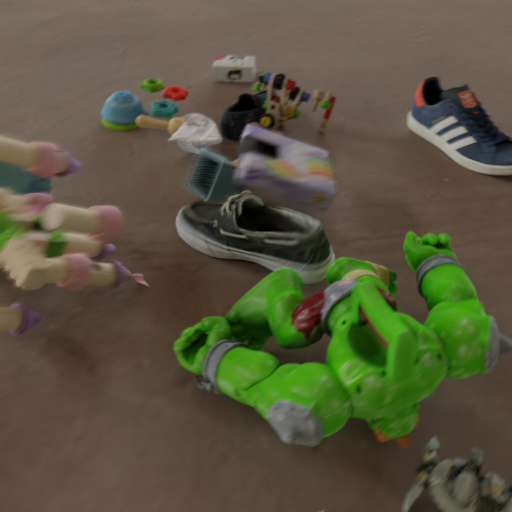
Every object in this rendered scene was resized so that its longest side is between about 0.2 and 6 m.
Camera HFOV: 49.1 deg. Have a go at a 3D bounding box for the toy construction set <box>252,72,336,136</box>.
[{"bbox_3d":[0.783,-3.354,13.299,1.939,1.490,1.617,16,9,-6],"label":"toy construction set"}]

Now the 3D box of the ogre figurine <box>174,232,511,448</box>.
[{"bbox_3d":[1.215,1.031,7.205,4.165,2.044,2.497,-2,26,-20],"label":"ogre figurine"}]

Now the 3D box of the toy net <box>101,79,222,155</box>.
[{"bbox_3d":[-2.010,-3.208,13.321,3.725,0.719,1.954,33,47,31],"label":"toy net"}]

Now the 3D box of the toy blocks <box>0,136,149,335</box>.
[{"bbox_3d":[-3.264,-0.173,9.033,2.484,2.658,2.237,43,18,28],"label":"toy blocks"}]

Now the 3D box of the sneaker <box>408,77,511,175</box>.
[{"bbox_3d":[4.721,-2.992,12.457,1.232,1.389,3.286,-23,46,-26],"label":"sneaker"}]

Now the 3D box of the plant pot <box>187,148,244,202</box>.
[{"bbox_3d":[-0.690,-1.504,10.982,0.849,0.831,0.833,10,20,-41],"label":"plant pot"}]

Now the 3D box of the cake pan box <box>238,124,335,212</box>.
[{"bbox_3d":[0.523,-1.713,10.668,1.852,0.484,1.706,17,34,-11],"label":"cake pan box"}]

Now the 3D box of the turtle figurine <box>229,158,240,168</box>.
[{"bbox_3d":[-0.330,-1.985,11.797,1.414,0.712,1.059,-16,26,5],"label":"turtle figurine"}]

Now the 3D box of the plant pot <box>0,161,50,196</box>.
[{"bbox_3d":[-4.883,-1.284,10.155,1.855,1.975,1.975,19,41,0],"label":"plant pot"}]

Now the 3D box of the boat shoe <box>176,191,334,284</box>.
[{"bbox_3d":[-0.091,-0.582,9.625,3.247,1.151,1.170,17,44,31],"label":"boat shoe"}]

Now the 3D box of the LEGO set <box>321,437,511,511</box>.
[{"bbox_3d":[2.139,2.829,5.930,2.910,0.825,1.890,-22,45,-24],"label":"LEGO set"}]

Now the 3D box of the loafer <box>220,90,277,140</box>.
[{"bbox_3d":[-0.115,-3.596,13.637,0.767,0.793,2.260,20,44,23],"label":"loafer"}]

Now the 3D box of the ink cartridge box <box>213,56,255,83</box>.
[{"bbox_3d":[-0.612,-5.332,15.972,1.123,0.465,0.818,3,40,3],"label":"ink cartridge box"}]
